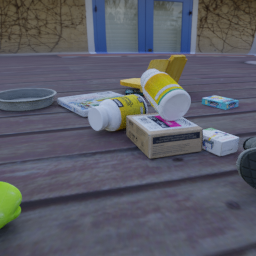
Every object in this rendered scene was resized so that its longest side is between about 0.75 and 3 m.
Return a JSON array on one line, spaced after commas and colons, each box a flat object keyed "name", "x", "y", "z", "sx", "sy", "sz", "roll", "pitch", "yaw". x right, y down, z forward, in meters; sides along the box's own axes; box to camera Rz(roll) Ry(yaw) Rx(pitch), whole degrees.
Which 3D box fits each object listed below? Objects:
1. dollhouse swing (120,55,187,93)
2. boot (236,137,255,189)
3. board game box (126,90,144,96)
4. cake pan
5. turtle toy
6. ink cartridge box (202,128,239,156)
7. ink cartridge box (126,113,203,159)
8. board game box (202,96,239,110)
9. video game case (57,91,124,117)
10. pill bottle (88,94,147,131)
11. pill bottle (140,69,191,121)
[{"name": "dollhouse swing", "x": 1.368, "y": -3.243, "z": 15.750, "sx": 2.536, "sy": 2.622, "sz": 2.885, "roll": 30, "pitch": 27, "yaw": 21}, {"name": "boot", "x": 3.439, "y": 0.715, "z": 6.796, "sx": 2.947, "sy": 0.998, "sz": 1.925, "roll": 1, "pitch": 12, "yaw": -19}, {"name": "board game box", "x": 0.535, "y": -1.946, "z": 15.379, "sx": 1.334, "sy": 0.188, "sz": 0.903, "roll": -1, "pitch": 19, "yaw": -1}, {"name": "cake pan", "x": -4.818, "y": -1.363, "z": 13.155, "sx": 2.864, "sy": 0.525, "sz": 2.864, "roll": 0, "pitch": 19, "yaw": 0}, {"name": "turtle toy", "x": -3.062, "y": 1.207, "z": 4.540, "sx": 2.500, "sy": 1.264, "sz": 1.822, "roll": -4, "pitch": 18, "yaw": -14}, {"name": "ink cartridge box", "x": 2.561, "y": 0.389, "z": 8.178, "sx": 0.763, "sy": 0.459, "sz": 1.050, "roll": -11, "pitch": 23, "yaw": -31}, {"name": "ink cartridge box", "x": 1.017, "y": 0.129, "z": 8.479, "sx": 1.653, "sy": 0.753, "sz": 2.006, "roll": -8, "pitch": 19, "yaw": -18}, {"name": "board game box", "x": 4.281, "y": -1.203, "z": 13.037, "sx": 0.988, "sy": 0.307, "sz": 1.308, "roll": -14, "pitch": 24, "yaw": -36}, {"name": "video game case", "x": -1.339, "y": -1.172, "z": 12.928, "sx": 2.985, "sy": 0.328, "sz": 2.721, "roll": -12, "pitch": 22, "yaw": -34}, {"name": "pill bottle", "x": -0.347, "y": -0.512, "z": 9.788, "sx": 1.982, "sy": 1.110, "sz": 1.110, "roll": -17, "pitch": 25, "yaw": -40}, {"name": "pill bottle", "x": 1.061, "y": -1.099, "z": 8.622, "sx": 1.014, "sy": 1.014, "sz": 1.798, "roll": -7, "pitch": 38, "yaw": -20}]
